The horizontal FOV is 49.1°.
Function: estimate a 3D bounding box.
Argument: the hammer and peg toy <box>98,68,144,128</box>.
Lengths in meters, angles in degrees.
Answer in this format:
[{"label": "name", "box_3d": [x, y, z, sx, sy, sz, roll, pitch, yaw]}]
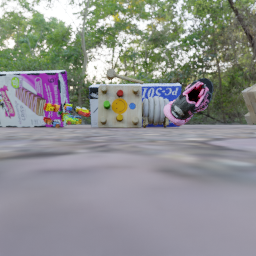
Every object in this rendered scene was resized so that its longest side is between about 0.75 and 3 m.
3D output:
[{"label": "hammer and peg toy", "box_3d": [-0.179, -0.809, 7.382, 1.208, 1.642, 0.579, 1, -11, 0]}]

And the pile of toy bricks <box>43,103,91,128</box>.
[{"label": "pile of toy bricks", "box_3d": [-1.559, -0.253, 7.250, 1.212, 0.672, 0.598, 7, 21, -37]}]

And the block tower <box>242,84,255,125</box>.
[{"label": "block tower", "box_3d": [3.413, -0.570, 4.962, 0.786, 0.841, 2.909, -30, 12, -23]}]

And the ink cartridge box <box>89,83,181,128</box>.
[{"label": "ink cartridge box", "box_3d": [0.217, -0.694, 8.605, 2.722, 1.280, 0.602, 0, 16, 4]}]

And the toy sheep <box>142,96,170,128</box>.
[{"label": "toy sheep", "box_3d": [0.811, -0.461, 7.879, 1.310, 0.903, 0.903, 0, 1, -7]}]

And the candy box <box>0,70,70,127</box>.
[{"label": "candy box", "box_3d": [-3.091, -0.887, 8.610, 2.445, 1.667, 0.746, 0, 15, 9]}]

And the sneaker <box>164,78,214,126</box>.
[{"label": "sneaker", "box_3d": [1.595, -0.768, 6.429, 1.830, 0.723, 0.873, -41, -10, -40]}]
